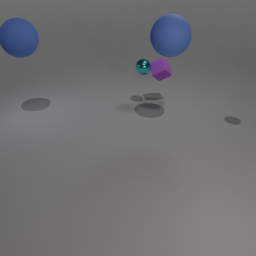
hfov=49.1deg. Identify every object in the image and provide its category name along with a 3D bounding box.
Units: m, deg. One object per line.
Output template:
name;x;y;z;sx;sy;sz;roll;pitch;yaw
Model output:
ball;1.460;-3.140;9.552;1.400;1.400;1.400;0;30;0
ball;0.679;-2.698;12.389;0.700;0.700;0.700;0;30;0
ball;-4.015;-3.316;10.329;1.400;1.400;1.400;0;30;0
cube;1.500;-2.685;12.821;0.700;0.700;0.700;-21;-24;28
